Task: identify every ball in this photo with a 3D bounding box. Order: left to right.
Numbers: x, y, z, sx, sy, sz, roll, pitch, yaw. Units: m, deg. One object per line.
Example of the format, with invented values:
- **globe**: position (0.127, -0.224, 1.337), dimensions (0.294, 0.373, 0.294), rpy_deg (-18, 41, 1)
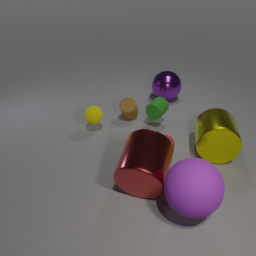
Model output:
- **ball**: position (-1.301, -0.489, 10.649), dimensions (0.700, 0.700, 0.700), rpy_deg (0, 30, 0)
- **ball**: position (1.214, 0.557, 9.421), dimensions (0.700, 0.700, 0.700), rpy_deg (0, 30, 0)
- **ball**: position (1.820, -1.993, 13.212), dimensions (1.400, 1.400, 1.400), rpy_deg (0, 30, 0)
- **ball**: position (1.564, 1.409, 6.660), dimensions (1.400, 1.400, 1.400), rpy_deg (0, 30, 0)

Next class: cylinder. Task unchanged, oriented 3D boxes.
- **cylinder**: position (0.043, -0.805, 11.596), dimensions (0.700, 0.700, 0.700), rpy_deg (-4, 66, 9)
- **cylinder**: position (0.460, 0.987, 7.772), dimensions (1.400, 1.400, 1.400), rpy_deg (9, 49, 15)
- **cylinder**: position (1.152, -0.774, 11.045), dimensions (0.700, 0.700, 0.700), rpy_deg (18, 39, 27)
- **cylinder**: position (2.975, 0.244, 9.394), dimensions (1.400, 1.400, 1.400), rpy_deg (5, 30, 8)
